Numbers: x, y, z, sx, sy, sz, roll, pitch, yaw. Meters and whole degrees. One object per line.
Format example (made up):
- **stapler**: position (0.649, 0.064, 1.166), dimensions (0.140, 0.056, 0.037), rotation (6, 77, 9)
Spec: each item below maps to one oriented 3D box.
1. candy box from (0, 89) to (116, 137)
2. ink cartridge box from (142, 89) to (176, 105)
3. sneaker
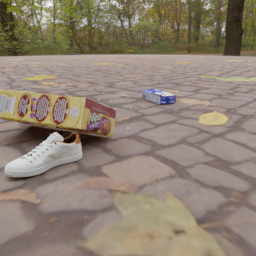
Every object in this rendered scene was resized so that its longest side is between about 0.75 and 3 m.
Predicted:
- **candy box**: position (-2.044, -0.401, 7.701), dimensions (2.991, 0.844, 1.745), rotation (6, -5, 23)
- **ink cartridge box**: position (1.349, -1.399, 12.469), dimensions (0.782, 0.368, 1.663), rotation (-8, 19, -22)
- **sneaker**: position (-1.806, 0.491, 6.043), dimensions (1.755, 0.743, 0.639), rotation (-18, 26, -42)
